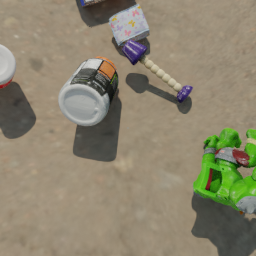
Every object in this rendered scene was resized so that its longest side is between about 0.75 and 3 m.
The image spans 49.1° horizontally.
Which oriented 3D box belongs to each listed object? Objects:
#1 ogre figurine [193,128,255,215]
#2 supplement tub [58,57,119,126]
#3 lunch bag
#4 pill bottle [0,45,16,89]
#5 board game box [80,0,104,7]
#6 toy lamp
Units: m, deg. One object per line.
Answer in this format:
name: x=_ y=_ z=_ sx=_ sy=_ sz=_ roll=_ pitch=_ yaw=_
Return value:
ogre figurine: x=2.219 y=0.844 z=5.931 sx=1.357 sy=2.766 sz=1.658 roll=36 pitch=78 yaw=-31
supplement tub: x=-0.895 y=-1.018 z=7.062 sx=1.184 sy=1.184 sz=1.932 roll=10 pitch=35 yaw=4
lunch bag: x=0.026 y=-3.030 z=8.383 sx=1.033 sy=0.657 sz=0.876 roll=-23 pitch=88 yaw=3
pill bottle: x=-3.456 y=-1.517 z=7.234 sx=0.982 sy=1.750 sz=0.982 roll=-1 pitch=92 yaw=-25
board game box: x=-0.766 y=-4.758 z=8.677 sx=1.794 sy=1.430 sz=0.869 roll=-20 pitch=25 yaw=-8
toy lamp: x=0.783 y=-1.582 z=7.647 sx=2.161 sy=0.629 sz=0.629 roll=38 pitch=72 yaw=-5
